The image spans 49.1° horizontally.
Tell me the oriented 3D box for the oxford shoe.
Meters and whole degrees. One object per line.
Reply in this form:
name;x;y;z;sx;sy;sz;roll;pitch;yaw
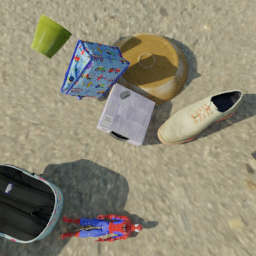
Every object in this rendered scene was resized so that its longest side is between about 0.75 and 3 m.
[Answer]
oxford shoe;2.130;-0.428;8.325;2.776;1.025;0.983;-30;74;-10

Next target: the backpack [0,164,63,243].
backpack;-2.707;2.000;7.252;1.934;1.456;1.717;18;72;10

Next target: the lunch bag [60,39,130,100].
lunch bag;-1.039;-1.476;8.137;1.375;1.827;0.859;-3;50;-42

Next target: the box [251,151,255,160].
box;4.631;0.630;7.140;1.361;2.567;1.569;-31;74;-10

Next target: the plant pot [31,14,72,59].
plant pot;-2.289;-2.567;8.106;1.000;1.000;0.963;32;95;10

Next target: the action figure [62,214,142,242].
action figure;-0.683;2.698;7.547;2.138;0.553;0.699;0;68;-3

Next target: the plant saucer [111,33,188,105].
plant saucer;0.620;-2.097;9.188;2.788;0.494;2.788;0;71;0

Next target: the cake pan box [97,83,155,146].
cake pan box;-0.033;-0.366;8.306;1.409;0.400;1.529;23;70;-14
